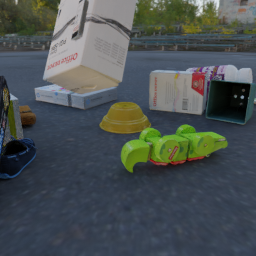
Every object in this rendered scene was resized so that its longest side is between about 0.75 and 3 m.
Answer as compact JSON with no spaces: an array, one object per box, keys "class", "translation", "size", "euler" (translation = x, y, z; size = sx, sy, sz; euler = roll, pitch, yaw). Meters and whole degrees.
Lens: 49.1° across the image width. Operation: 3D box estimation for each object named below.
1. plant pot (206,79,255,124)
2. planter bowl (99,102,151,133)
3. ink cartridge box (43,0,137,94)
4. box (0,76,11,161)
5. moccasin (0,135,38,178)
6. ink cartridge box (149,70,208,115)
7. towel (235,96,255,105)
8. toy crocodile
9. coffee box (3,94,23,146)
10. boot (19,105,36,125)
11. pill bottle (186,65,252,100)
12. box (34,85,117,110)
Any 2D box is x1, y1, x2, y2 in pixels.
[{"class":"plant pot","translation":[3.872,-1.023,10.080],"size":[1.355,1.355,1.918],"euler":[13,16,34]},{"class":"planter bowl","translation":[-0.088,-0.430,9.143],"size":[1.701,0.708,1.701],"euler":[1,19,0]},{"class":"ink cartridge box","translation":[-0.989,-2.546,7.311],"size":[1.209,2.918,2.142],"euler":[18,-13,-38]},{"class":"box","translation":[-3.854,0.262,5.051],"size":[2.963,0.736,2.941],"euler":[-3,51,-9]},{"class":"moccasin","translation":[-2.508,0.535,6.483],"size":[0.694,0.588,1.725],"euler":[-2,19,-7]},{"class":"ink cartridge box","translation":[1.932,-1.427,10.813],"size":[2.061,1.502,0.854],"euler":[8,20,22]},{"class":"towel","translation":[4.942,-1.173,12.167],"size":[1.487,0.228,1.109],"euler":[-3,21,-17]},{"class":"toy crocodile","translation":[1.145,0.467,6.543],"size":[2.750,0.849,0.928],"euler":[-5,18,-28]},{"class":"coffee box","translation":[-3.737,-0.235,7.694],"size":[1.241,1.255,1.253],"euler":[-13,23,-34]},{"class":"boot","translation":[-4.682,-0.601,9.239],"size":[2.735,0.936,2.574],"euler":[-13,23,-31]},{"class":"pill bottle","translation":[3.775,-1.893,11.811],"size":[2.591,1.455,1.455],"euler":[2,17,32]},{"class":"box","translation":[-2.298,-1.527,12.533],"size":[2.920,0.601,2.276],"euler":[11,22,32]}]
